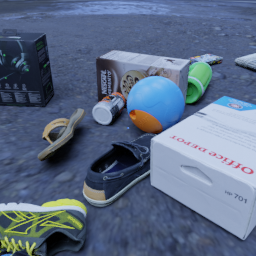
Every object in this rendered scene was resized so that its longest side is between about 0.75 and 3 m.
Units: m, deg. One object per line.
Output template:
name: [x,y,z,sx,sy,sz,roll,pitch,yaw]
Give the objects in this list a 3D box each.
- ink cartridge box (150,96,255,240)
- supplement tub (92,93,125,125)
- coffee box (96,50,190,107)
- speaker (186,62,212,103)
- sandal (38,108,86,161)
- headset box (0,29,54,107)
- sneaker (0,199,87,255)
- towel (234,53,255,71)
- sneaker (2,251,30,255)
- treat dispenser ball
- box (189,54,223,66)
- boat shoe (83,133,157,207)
ink cartridge box: [2.071,0.499,5.570,2.023,1.187,2.763,26,40,38]
supplement tub: [-0.506,-0.584,7.974,0.642,0.642,1.049,11,33,19]
coffee box: [0.414,-1.396,8.534,2.626,1.484,1.048,13,33,23]
speaker: [2.249,-1.575,9.428,0.923,0.923,2.086,13,33,21]
sandal: [-1.617,0.050,6.574,0.571,0.849,2.113,43,31,-13]
headset box: [-3.473,-1.872,8.619,1.928,2.214,1.027,1,31,4]
sneaker: [-1.521,1.585,4.205,1.899,0.707,0.803,-9,31,-15]
towel: [6.316,-2.737,11.863,2.536,0.438,2.441,-14,33,-24]
sneaker: [-1.475,2.436,2.932,0.845,0.710,2.155,-27,38,7]
treat dispenser ball: [0.707,-0.591,7.197,1.465,1.465,1.465,0,30,0]
box: [3.468,-3.024,12.528,1.271,0.253,0.870,-19,35,-29]
boat shoe: [0.011,0.629,5.805,0.909,0.758,2.436,18,34,31]
